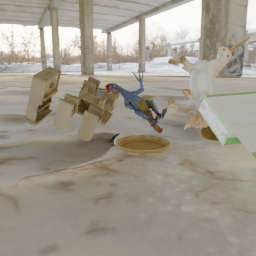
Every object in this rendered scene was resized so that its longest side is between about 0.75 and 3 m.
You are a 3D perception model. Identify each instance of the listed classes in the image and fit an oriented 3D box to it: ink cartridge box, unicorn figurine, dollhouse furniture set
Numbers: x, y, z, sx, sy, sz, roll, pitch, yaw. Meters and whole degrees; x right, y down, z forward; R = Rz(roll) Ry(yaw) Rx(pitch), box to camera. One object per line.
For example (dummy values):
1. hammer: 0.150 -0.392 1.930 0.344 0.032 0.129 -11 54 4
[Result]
1. ink cartridge box: 2.920 0.131 6.293 1.740 0.573 2.391 -6 49 -21
2. unicorn figurine: 2.026 -1.335 7.665 1.937 2.820 1.041 8 5 -36
3. dollhouse furniture set: -2.058 -0.685 10.246 2.852 1.894 2.499 25 31 3

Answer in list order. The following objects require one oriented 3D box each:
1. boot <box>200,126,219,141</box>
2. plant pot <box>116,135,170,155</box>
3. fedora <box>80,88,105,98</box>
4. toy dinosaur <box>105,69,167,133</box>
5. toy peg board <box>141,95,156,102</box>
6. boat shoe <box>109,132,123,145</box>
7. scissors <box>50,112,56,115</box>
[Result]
1. boot: 3.255 -0.046 9.801 1.854 0.675 1.441 -13 7 -3
2. plant pot: 0.452 0.519 8.421 1.614 0.222 1.614 -1 14 0
3. fedora: -1.854 -1.810 16.363 1.884 0.962 2.130 -5 11 -23
4. toy dinosaur: 0.163 -0.741 9.366 2.039 2.247 1.180 29 57 22
5. toy peg board: 1.004 -1.526 16.520 0.993 0.488 0.998 -27 25 -29
6. boat shoe: -0.373 0.322 9.111 0.242 0.297 0.803 9 24 16
7. scissors: -3.222 -0.841 14.008 1.002 0.191 2.739 5 13 11
